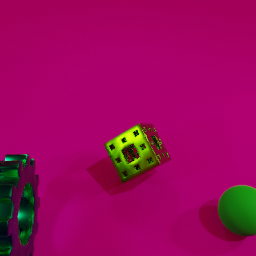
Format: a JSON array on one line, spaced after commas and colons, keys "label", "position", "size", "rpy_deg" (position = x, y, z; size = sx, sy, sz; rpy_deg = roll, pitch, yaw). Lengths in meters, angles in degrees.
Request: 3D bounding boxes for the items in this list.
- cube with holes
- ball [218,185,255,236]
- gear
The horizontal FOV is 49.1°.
[{"label": "cube with holes", "position": [0.219, 0.503, 5.829], "size": [0.884, 0.884, 0.884], "rpy_deg": [-31, 78, 20]}, {"label": "ball", "position": [2.136, 1.520, 5.175], "size": [0.904, 0.904, 0.904], "rpy_deg": [0, 42, 0]}, {"label": "gear", "position": [-1.818, 1.386, 4.562], "size": [0.349, 1.886, 1.886], "rpy_deg": [0, 42, -5]}]
